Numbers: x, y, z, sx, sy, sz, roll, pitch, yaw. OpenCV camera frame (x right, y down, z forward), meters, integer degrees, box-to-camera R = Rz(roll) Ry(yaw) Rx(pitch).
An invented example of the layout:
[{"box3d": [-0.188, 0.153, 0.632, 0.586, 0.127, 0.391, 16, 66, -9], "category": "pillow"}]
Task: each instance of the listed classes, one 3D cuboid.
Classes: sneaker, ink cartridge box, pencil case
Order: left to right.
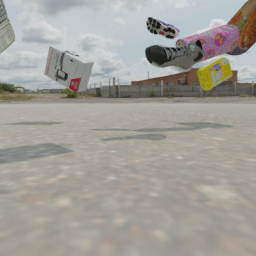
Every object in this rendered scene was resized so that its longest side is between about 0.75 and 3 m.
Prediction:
[{"box3d": [-2.244, -2.231, 10.482, 1.644, 1.194, 0.685, 28, 27, 16], "category": "ink cartridge box"}, {"box3d": [1.095, -3.142, 8.836, 1.155, 0.466, 0.482, 32, 41, 14], "category": "sneaker"}, {"box3d": [1.233, -1.849, 6.661, 1.631, 0.612, 0.942, -3, -15, -39], "category": "sneaker"}, {"box3d": [2.446, -2.585, 8.658, 2.037, 0.891, 0.891, -24, 14, -18], "category": "pencil case"}]

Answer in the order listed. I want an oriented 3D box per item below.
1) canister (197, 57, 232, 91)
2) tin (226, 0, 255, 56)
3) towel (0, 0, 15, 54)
[{"box3d": [3.242, -2.016, 10.407, 1.154, 0.857, 0.499, -30, 23, -12], "category": "canister"}, {"box3d": [4.354, -3.718, 10.284, 1.269, 2.266, 0.474, 42, 33, 0], "category": "tin"}, {"box3d": [-3.788, -3.065, 7.494, 0.418, 2.333, 2.423, -7, 37, 5], "category": "towel"}]
